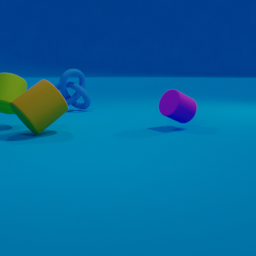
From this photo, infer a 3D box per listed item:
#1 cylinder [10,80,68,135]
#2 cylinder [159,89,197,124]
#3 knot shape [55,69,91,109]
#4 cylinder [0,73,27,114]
[{"bbox_3d":[-2.383,-0.564,7.579,1.093,1.093,1.093,-43,32,-23],"label":"cylinder"},{"bbox_3d":[1.488,-0.636,8.386,0.824,0.824,0.824,20,-3,-37],"label":"cylinder"},{"bbox_3d":[-2.565,-1.520,12.044,1.710,1.827,0.844,-17,16,4],"label":"knot shape"},{"bbox_3d":[-3.636,-1.027,8.493,0.946,0.946,0.946,4,-23,2],"label":"cylinder"}]
